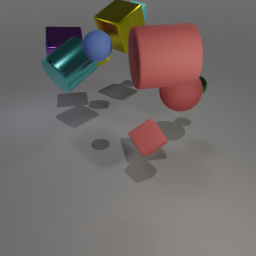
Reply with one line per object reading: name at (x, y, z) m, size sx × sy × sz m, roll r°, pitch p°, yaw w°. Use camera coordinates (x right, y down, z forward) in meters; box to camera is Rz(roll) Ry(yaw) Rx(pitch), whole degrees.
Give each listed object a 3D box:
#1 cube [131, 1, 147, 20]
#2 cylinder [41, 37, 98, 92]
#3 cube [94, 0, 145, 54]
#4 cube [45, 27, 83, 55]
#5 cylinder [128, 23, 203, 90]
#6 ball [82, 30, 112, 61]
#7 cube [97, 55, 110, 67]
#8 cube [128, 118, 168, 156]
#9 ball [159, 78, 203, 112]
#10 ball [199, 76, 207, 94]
cube at (0.329, -4.943, 12.136) m, size 0.700 × 0.700 × 0.700 m, roll 24°, pitch 68°, yaw 20°
cylinder at (-2.028, -2.206, 9.802) m, size 1.400 × 1.400 × 1.400 m, roll 28°, pitch 65°, yaw 40°
cube at (-0.272, -4.144, 11.398) m, size 1.400 × 1.400 × 1.400 m, roll 29°, pitch 65°, yaw 33°
cube at (-2.546, -3.099, 11.335) m, size 1.400 × 1.400 × 1.400 m, roll -4°, pitch 53°, yaw -12°
cylinder at (0.805, -1.657, 6.496) m, size 1.400 × 1.400 × 1.400 m, roll -7°, pitch 30°, yaw -8°
ball at (-0.716, -1.908, 6.519) m, size 0.700 × 0.700 × 0.700 m, roll 0°, pitch 30°, yaw 0°
cube at (-1.170, -2.867, 10.683) m, size 0.700 × 0.700 × 0.700 m, roll 16°, pitch -19°, yaw -38°
cube at (0.540, 0.257, 7.301) m, size 0.700 × 0.700 × 0.700 m, roll -34°, pitch -12°, yaw 9°
ball at (1.727, -1.241, 9.201) m, size 1.400 × 1.400 × 1.400 m, roll 0°, pitch 30°, yaw 0°
ball at (2.459, -1.510, 9.964) m, size 0.700 × 0.700 × 0.700 m, roll 0°, pitch 30°, yaw 0°
